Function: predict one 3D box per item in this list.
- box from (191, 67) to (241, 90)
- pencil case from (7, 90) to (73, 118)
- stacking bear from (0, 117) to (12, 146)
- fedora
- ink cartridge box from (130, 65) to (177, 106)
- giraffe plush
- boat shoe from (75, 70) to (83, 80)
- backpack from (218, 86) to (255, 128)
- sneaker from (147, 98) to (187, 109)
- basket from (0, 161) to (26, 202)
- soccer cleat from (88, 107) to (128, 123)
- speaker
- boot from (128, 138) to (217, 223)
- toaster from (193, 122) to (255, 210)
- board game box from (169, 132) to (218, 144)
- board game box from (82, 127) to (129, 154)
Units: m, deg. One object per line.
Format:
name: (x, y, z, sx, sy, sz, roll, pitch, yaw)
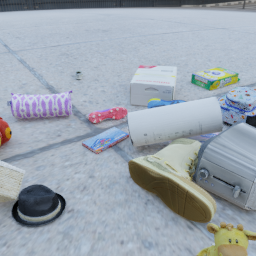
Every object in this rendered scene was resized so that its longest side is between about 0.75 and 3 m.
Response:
box: (4.875, -2.764, 15.353, 2.495, 0.603, 1.464, -17, 34, -30)
pencil case: (-3.564, -0.973, 11.629, 2.516, 1.075, 1.056, -2, -13, -10)
stacking bear: (-4.708, 0.399, 9.128, 1.345, 1.436, 2.365, -2, 20, 13)
fedora: (-2.286, 1.848, 7.115, 1.353, 0.618, 1.353, 0, 30, 0)
ink cartridge box: (1.278, -2.068, 13.521, 1.987, 1.142, 2.737, 6, 30, 10)
giraffe plush: (2.020, 2.466, 5.432, 1.263, 1.187, 1.464, -6, 30, -11)
boat shoe: (-2.847, -3.136, 16.211, 0.433, 0.377, 1.176, -2, 29, -3)
backpack: (4.465, -0.806, 11.134, 1.900, 1.463, 1.809, -26, 28, -33)
sneaker: (1.767, -0.789, 11.950, 1.937, 0.638, 0.759, 3, 59, -13)
basket: (-3.376, 1.367, 7.121, 0.993, 1.002, 0.806, -16, 55, 30)
soccer cleat: (-0.838, -0.595, 11.584, 1.652, 0.551, 0.632, -15, 27, -20)
speaker: (1.544, -0.188, 9.339, 2.998, 1.218, 1.218, -11, 29, 7)
boot: (1.667, 1.248, 7.765, 2.200, 1.030, 2.831, -22, 29, -33)
toaster: (3.273, 0.967, 7.755, 2.802, 1.592, 1.810, -22, 40, -38)
board game box: (2.329, 0.107, 10.458, 1.788, 0.368, 1.784, -2, 29, -3)
board game box: (-0.788, 0.422, 10.122, 0.810, 0.153, 1.574, 24, 37, 38)
